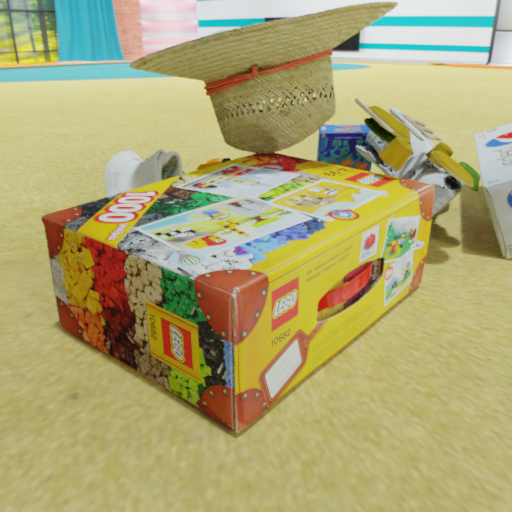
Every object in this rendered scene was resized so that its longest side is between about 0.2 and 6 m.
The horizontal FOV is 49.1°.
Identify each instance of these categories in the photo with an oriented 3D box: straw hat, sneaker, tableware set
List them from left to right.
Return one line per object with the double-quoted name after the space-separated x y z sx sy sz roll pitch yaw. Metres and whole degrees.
-2.077 -1.526 10.986 1.698 1.083 2.939 -35 35 16 "sneaker"
0.289 -2.814 9.721 4.556 1.928 4.556 -12 16 4 "straw hat"
2.982 -1.786 11.370 2.071 1.354 3.603 43 28 3 "sneaker"
2.741 -1.705 9.363 2.843 0.436 1.915 -5 50 -52 "tableware set"

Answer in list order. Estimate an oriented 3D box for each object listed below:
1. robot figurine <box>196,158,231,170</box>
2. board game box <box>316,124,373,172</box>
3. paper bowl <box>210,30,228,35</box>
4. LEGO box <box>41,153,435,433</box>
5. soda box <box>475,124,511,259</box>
-0.611 -1.358 11.804 2.271 0.912 3.133 2 26 13 "robot figurine"
2.042 -2.249 13.010 1.277 1.679 0.378 -1 47 0 "board game box"
-0.521 -3.471 9.576 0.985 0.512 0.985 -3 53 4 "paper bowl"
-0.048 -0.020 7.953 3.348 1.735 4.495 18 30 35 "LEGO box"
5.435 -1.589 11.311 1.542 1.441 4.527 -15 18 25 "soda box"
